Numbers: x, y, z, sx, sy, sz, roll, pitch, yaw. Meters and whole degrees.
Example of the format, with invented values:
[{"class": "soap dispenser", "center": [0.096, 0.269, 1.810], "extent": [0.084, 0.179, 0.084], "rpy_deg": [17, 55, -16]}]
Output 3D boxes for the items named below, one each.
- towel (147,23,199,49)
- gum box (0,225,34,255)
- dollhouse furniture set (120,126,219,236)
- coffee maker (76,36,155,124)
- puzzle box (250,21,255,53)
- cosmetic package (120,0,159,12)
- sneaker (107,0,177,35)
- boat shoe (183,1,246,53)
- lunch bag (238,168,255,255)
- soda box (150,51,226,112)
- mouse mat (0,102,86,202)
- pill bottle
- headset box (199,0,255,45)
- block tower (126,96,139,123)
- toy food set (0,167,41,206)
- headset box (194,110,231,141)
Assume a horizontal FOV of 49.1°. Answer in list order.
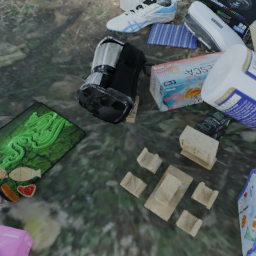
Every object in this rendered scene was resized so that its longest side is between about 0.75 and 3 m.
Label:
[{"class": "towel", "center": [1.709, -3.378, 10.311], "extent": [1.789, 0.213, 1.295], "rpy_deg": [10, 53, 10]}, {"class": "gum box", "center": [-2.877, 2.340, 5.261], "extent": [1.795, 0.594, 1.019], "rpy_deg": [9, 51, 8]}, {"class": "dollhouse furniture set", "center": [1.154, 1.098, 6.224], "extent": [1.755, 1.243, 1.910], "rpy_deg": [30, 78, 23]}, {"class": "coffee maker", "center": [-0.176, -1.277, 7.731], "extent": [2.019, 1.416, 2.102], "rpy_deg": [9, 53, 3]}, {"class": "puzzle box", "center": [5.019, -2.441, 8.772], "extent": [2.380, 0.303, 1.583], "rpy_deg": [5, 67, -14]}, {"class": "cosmetic package", "center": [0.455, -5.243, 11.240], "extent": [1.080, 1.086, 1.298], "rpy_deg": [-29, 56, -22]}, {"class": "sneaker", "center": [0.499, -4.240, 10.361], "extent": [2.983, 1.081, 1.072], "rpy_deg": [-26, 44, -20]}, {"class": "boat shoe", "center": [2.915, -3.002, 9.518], "extent": [0.982, 0.928, 2.736], "rpy_deg": [-37, 81, -34]}, {"class": "lunch bag", "center": [3.209, 1.784, 5.160], "extent": [1.954, 1.210, 1.661], "rpy_deg": [16, 35, 9]}, {"class": "soda box", "center": [2.192, -1.431, 8.163], "extent": [2.987, 0.950, 1.021], "rpy_deg": [-14, 52, -10]}, {"class": "mouse mat", "center": [-2.585, 0.441, 7.153], "extent": [2.022, 0.095, 2.512], "rpy_deg": [31, 57, 23]}, {"class": "pill bottle", "center": [3.289, -0.737, 6.853], "extent": [2.586, 1.548, 1.548], "rpy_deg": [29, 52, -7]}, {"class": "headset box", "center": [3.977, -4.218, 10.234], "extent": [2.374, 1.101, 2.067], "rpy_deg": [-37, 67, -27]}, {"class": "block tower", "center": [0.137, -0.565, 7.909], "extent": [0.256, 0.239, 0.885], "rpy_deg": [7, 51, 4]}, {"class": "toy food set", "center": [-2.659, 1.300, 6.220], "extent": [1.353, 0.213, 0.860], "rpy_deg": [5, 70, -10]}, {"class": "headset box", "center": [2.076, 0.075, 7.032], "extent": [0.890, 0.774, 0.413], "rpy_deg": [-28, 55, -23]}]
